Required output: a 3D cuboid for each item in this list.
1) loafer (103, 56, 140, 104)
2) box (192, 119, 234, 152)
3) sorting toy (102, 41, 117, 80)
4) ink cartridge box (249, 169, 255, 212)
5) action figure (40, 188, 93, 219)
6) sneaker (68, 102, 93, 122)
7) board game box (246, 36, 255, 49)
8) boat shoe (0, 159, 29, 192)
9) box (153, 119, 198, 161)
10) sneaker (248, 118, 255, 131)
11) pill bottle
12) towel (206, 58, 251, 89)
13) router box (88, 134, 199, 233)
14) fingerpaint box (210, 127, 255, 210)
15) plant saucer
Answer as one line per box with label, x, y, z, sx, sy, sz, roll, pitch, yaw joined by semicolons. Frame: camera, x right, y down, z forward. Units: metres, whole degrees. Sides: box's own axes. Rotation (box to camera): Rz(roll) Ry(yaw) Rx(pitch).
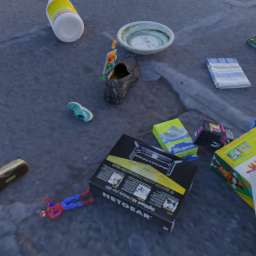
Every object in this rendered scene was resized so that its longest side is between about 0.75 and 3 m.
loafer;-0.159;-2.234;11.422;1.067;1.059;2.931;12;46;9
box;2.771;0.280;9.159;1.139;0.696;0.604;19;39;-6
sorting toy;-0.657;-2.567;10.866;0.221;1.622;0.913;23;33;8
ink cartridge box;4.452;2.374;6.787;2.616;0.622;2.648;6;62;-8
action figure;-1.739;2.069;7.755;1.484;0.735;0.484;-21;61;-14
sneaker;-1.839;-0.599;10.411;1.148;0.445;0.457;29;62;24
board game box;6.768;-4.013;13.650;1.096;0.228;1.621;-25;52;-21
boat shoe;-3.877;1.496;8.457;1.685;0.604;0.642;-29;40;-33
box;1.605;0.448;9.465;0.987;0.386;1.618;-16;49;-14
sneaker;4.839;-0.160;9.957;1.343;0.471;0.523;-29;46;-26
pill bottle;-3.330;-5.699;14.351;1.473;1.473;2.826;-17;50;-15
towel;4.316;-2.438;12.204;1.490;0.241;2.028;-2;47;-3
router box;0.492;1.500;8.282;2.629;0.687;2.067;22;51;19
fingerpaint box;4.156;1.106;8.500;2.455;0.900;2.048;-27;52;-22
plant saucer;0.829;-4.222;13.533;2.705;0.679;2.705;0;47;0
